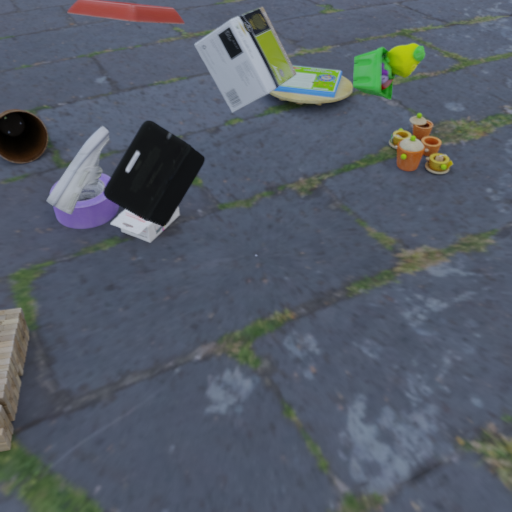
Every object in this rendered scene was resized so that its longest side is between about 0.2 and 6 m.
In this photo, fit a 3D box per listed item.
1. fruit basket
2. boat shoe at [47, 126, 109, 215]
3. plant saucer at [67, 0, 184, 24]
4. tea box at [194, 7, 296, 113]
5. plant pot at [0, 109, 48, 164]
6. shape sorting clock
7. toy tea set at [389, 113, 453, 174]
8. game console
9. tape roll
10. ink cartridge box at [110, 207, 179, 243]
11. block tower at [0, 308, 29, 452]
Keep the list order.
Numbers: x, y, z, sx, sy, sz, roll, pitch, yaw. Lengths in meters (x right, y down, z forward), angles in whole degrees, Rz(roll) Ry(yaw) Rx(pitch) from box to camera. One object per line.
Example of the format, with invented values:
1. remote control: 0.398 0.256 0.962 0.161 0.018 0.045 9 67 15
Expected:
1. fruit basket: 2.230 -3.059 9.268 1.151 0.830 1.151 1 10 0
2. boat shoe: -3.037 -1.482 9.956 0.571 1.738 0.625 35 12 -19
3. plant saucer: -2.080 -3.959 9.063 1.360 0.250 1.357 18 26 24
4. tea box: -0.183 -4.221 12.043 1.084 1.622 1.596 -18 20 38
5. plant pot: -6.109 -3.188 14.219 1.311 1.311 1.402 -21 35 -22
6. shape sorting clock: 1.533 -5.089 16.783 2.690 0.528 2.690 0 41 0
7. toy tea set: 4.101 -2.964 14.140 1.363 0.848 2.293 0 41 -1
8. game console: -1.655 -1.325 9.280 1.249 1.420 0.826 30 2 -17
9. tape roll: -3.785 -1.247 12.400 1.386 0.589 1.386 1 41 -1
10. ink cartridge box: -2.361 -0.785 11.964 0.804 0.462 1.374 20 45 21
11. block tower: -4.109 1.853 8.834 0.706 0.659 2.442 -7 42 -9
